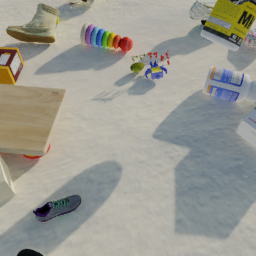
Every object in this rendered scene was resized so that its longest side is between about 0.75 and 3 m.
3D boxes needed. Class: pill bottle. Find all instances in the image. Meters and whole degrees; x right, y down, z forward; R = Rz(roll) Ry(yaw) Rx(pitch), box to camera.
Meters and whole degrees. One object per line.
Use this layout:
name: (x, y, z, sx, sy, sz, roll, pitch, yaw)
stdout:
pill bottle: (3.180, -3.513, 8.159, 1.264, 2.212, 1.264, 21, 22, -9)
pill bottle: (3.513, -1.437, 9.508, 1.733, 0.971, 0.971, 17, 54, 11)

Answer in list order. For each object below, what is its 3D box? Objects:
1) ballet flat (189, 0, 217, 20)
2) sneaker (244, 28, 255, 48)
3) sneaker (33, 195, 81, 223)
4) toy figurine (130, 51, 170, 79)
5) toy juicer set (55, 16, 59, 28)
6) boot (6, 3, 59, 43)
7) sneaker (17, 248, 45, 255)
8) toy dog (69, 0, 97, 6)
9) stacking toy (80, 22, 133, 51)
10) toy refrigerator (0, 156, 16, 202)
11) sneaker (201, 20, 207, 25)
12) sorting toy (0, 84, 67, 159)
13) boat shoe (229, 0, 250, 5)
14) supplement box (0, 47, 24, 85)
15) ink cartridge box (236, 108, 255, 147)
ballet flat: (3.922, -5.021, 12.042, 2.675, 0.960, 0.960, -3, 51, -18)
sneaker: (5.115, -3.587, 11.505, 0.604, 0.557, 1.368, -6, 44, -4)
sneaker: (-1.761, 1.995, 7.084, 1.209, 0.529, 0.450, -25, 56, -18)
toy figurine: (0.903, -2.163, 10.232, 1.521, 0.802, 0.911, -10, 58, -6)
toy juicer set: (-3.561, -4.430, 12.213, 0.957, 0.409, 1.504, 0, 52, -1)
boot: (-3.933, -4.401, 11.642, 1.992, 0.725, 1.548, 5, 77, -1)
sneaker: (-1.869, 3.101, 5.948, 1.684, 0.942, 0.615, 35, 60, 25)
toy dog: (-2.243, -6.437, 13.568, 1.417, 0.989, 1.374, -3, 81, -3)
stacking toy: (-0.818, -3.596, 11.316, 2.100, 0.896, 0.896, 15, 53, 7)
toy refrigerator: (-4.445, 1.673, 7.064, 2.734, 0.957, 1.038, -22, 55, -16)
sneaker: (3.852, -4.617, 12.345, 0.548, 0.474, 1.252, -24, 56, -24)
sorting toy: (-3.319, -0.141, 8.480, 2.495, 0.868, 2.480, 5, 49, 3)
boat shoe: (2.356, -2.842, 5.981, 1.188, 0.426, 0.403, -27, 95, -48)
supplement box: (-4.669, -2.282, 10.266, 1.195, 0.804, 1.211, 3, 52, 3)
ink cartridge box: (4.376, -0.120, 8.628, 1.674, 0.706, 1.223, -32, 58, -23)
